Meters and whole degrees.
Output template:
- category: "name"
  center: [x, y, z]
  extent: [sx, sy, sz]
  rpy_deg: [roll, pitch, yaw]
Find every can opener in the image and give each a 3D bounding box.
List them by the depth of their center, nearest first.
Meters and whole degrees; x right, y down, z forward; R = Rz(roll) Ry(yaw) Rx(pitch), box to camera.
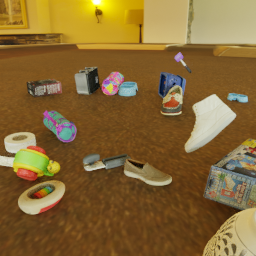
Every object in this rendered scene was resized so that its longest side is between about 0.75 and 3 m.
- category: "can opener"
  center: [-0.557, 0.847, 7.528]
  extent: [1.330, 0.445, 0.355]
  rpy_deg: [-11, 24, -26]

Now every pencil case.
- category: "pencil case"
  center: [-2.349, -0.097, 9.553]
  extent: [0.692, 0.751, 1.625]
  rpy_deg: [-52, 37, -7]
- category: "pencil case"
  center: [-0.801, -2.508, 15.480]
  extent: [0.993, 0.993, 2.247]
  rpy_deg: [2, 21, 5]

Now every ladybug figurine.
- category: "ladybug figurine"
  center: [-1.797, 1.484, 5.967]
  extent: [0.734, 0.389, 1.082]
  rpy_deg: [16, 27, 36]

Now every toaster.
- category: "toaster"
  center: [-2.129, -2.511, 15.087]
  extent: [0.838, 1.413, 1.277]
  rpy_deg: [6, 30, 22]

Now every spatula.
- category: "spatula"
  center: [2.094, -2.396, 10.472]
  extent: [0.295, 1.043, 0.107]
  rpy_deg: [-39, 34, 16]

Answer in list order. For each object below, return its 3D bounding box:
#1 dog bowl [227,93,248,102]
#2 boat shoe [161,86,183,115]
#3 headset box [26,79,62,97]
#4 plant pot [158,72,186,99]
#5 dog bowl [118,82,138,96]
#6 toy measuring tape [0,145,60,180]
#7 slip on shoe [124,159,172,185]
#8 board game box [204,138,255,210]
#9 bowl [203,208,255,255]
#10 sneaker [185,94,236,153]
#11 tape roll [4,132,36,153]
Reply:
- category: "dog bowl"
  center: [5.418, -1.511, 13.861]
  extent: [0.990, 0.245, 0.552]
  rpy_deg: [16, 27, 36]
- category: "boat shoe"
  center: [2.003, -1.216, 12.367]
  extent: [0.896, 0.788, 2.518]
  rpy_deg: [8, 24, 16]
- category: "headset box"
  center: [-4.417, -2.183, 15.035]
  extent: [1.665, 0.643, 1.239]
  rpy_deg: [-15, 26, -30]
- category: "plant pot"
  center: [2.245, -2.142, 14.244]
  extent: [1.091, 1.214, 1.214]
  rpy_deg: [3, 20, -10]
- category: "dog bowl"
  center: [0.015, -2.159, 15.282]
  extent: [0.955, 0.425, 1.713]
  rpy_deg: [3, 21, 9]
- category: "toy measuring tape"
  center: [-2.832, 0.796, 7.033]
  extent: [2.356, 0.867, 0.867]
  rpy_deg: [8, 22, 13]
- category: "slip on shoe"
  center: [0.476, 1.077, 7.016]
  extent: [1.276, 0.386, 0.485]
  rpy_deg: [13, 25, 31]
- category: "board game box"
  center: [3.379, 1.233, 5.930]
  extent: [2.570, 0.793, 2.571]
  rpy_deg: [22, 25, 34]
- category: "bowl"
  center: [2.275, 1.845, 4.159]
  extent: [2.197, 1.031, 2.197]
  rpy_deg: [0, 23, 0]
- category: "sneaker"
  center: [1.699, -0.124, 6.498]
  extent: [0.522, 1.417, 0.819]
  rpy_deg: [1, 48, -51]
- category: "tape roll"
  center: [-3.356, 0.442, 8.742]
  extent: [0.910, 0.318, 0.910]
  rpy_deg: [0, 22, 0]
